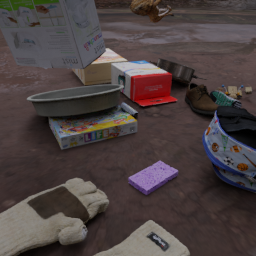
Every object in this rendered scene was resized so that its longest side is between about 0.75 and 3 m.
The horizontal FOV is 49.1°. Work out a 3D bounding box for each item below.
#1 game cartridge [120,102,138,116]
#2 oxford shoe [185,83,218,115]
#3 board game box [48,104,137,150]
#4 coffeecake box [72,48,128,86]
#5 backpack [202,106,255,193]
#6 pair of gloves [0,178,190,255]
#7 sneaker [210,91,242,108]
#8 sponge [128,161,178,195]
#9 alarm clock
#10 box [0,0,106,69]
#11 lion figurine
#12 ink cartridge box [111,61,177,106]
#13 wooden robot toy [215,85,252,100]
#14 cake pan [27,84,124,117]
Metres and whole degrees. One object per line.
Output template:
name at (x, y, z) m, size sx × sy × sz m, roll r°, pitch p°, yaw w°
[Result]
game cartridge at (0.031, -0.584, 8.720) m, size 0.560 × 0.170 × 0.840 m, roll 33°, pitch 6°, yaw 5°
oxford shoe at (2.438, -1.012, 9.400) m, size 0.693 × 0.805 × 1.908 m, roll -8°, pitch 30°, yaw -15°
board game box at (-1.038, -0.126, 8.140) m, size 2.211 × 0.378 × 1.486 m, roll -13°, pitch 30°, yaw -23°
coffeecake box at (-1.369, -2.852, 12.741) m, size 1.956 × 0.931 × 2.549 m, roll -11°, pitch 30°, yaw -20°
backpack at (2.471, 0.373, 5.832) m, size 1.792 × 1.449 × 1.881 m, roll 24°, pitch 28°, yaw -6°
pair of gloves at (-0.851, 1.862, 4.269) m, size 2.863 × 0.502 × 2.435 m, roll 24°, pitch 32°, yaw 33°
sneaker at (3.278, -0.952, 9.578) m, size 1.150 × 0.428 × 0.503 m, roll 26°, pitch 17°, yaw -4°
sponge at (0.561, 1.068, 6.129) m, size 1.003 × 0.150 × 0.559 m, roll -22°, pitch 35°, yaw -36°
alarm clock at (2.114, -2.257, 11.520) m, size 2.340 × 0.779 × 1.578 m, roll 19°, pitch 13°, yaw 24°
box at (-1.618, -2.128, 5.554) m, size 1.927 × 1.700 × 0.932 m, roll 8°, pitch 41°, yaw 29°
lion figurine at (0.742, -3.459, 8.280) m, size 1.511 × 0.925 × 0.548 m, roll 25°, pitch 34°, yaw -54°
ink cartridge box at (0.569, -1.774, 10.678) m, size 1.582 × 0.915 × 2.722 m, roll -11°, pitch 29°, yaw -23°
wooden robot toy at (3.867, -1.185, 10.264) m, size 1.294 × 0.570 × 0.587 m, roll 3°, pitch 63°, yaw 4°
cake pan at (-1.569, -0.894, 8.742) m, size 2.957 × 0.542 × 2.957 m, roll -6°, pitch 14°, yaw 2°
